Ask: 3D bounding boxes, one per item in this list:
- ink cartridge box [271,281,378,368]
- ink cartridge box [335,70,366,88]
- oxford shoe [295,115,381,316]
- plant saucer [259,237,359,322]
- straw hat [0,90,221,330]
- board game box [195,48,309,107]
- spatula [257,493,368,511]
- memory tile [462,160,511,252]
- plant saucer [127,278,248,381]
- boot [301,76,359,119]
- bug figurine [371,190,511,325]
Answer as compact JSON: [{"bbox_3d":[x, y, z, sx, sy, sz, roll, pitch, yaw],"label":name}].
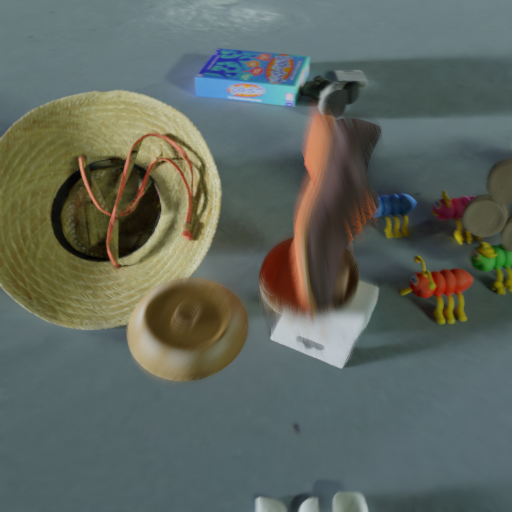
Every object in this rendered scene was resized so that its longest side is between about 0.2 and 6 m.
[{"bbox_3d":[0.981,0.856,7.833,1.088,0.336,1.341,20,63,20],"label":"ink cartridge box"},{"bbox_3d":[2.293,-4.327,13.719,0.679,0.210,0.838,-1,34,0],"label":"ink cartridge box"},{"bbox_3d":[1.094,-0.531,7.373,0.979,2.700,0.961,6,-3,15],"label":"oxford shoe"},{"bbox_3d":[0.740,0.339,7.856,1.389,0.246,1.389,-3,57,5],"label":"plant saucer"},{"bbox_3d":[-2.123,-0.641,8.428,3.528,3.528,1.493,5,1,6],"label":"straw hat"},{"bbox_3d":[-0.050,-4.305,13.394,2.362,0.531,1.796,9,42,10],"label":"board game box"},{"bbox_3d":[0.597,3.087,5.322,1.158,0.134,1.665,0,41,-2],"label":"spatula"},{"bbox_3d":[4.270,-0.640,7.630,2.374,1.820,0.199,28,33,5],"label":"memory tile"},{"bbox_3d":[-0.853,0.807,6.935,1.505,0.267,1.505,1,51,-1],"label":"plant saucer"},{"bbox_3d":[1.503,-3.607,12.664,1.168,0.606,1.789,17,36,25],"label":"boot"},{"bbox_3d":[2.871,-0.279,8.680,2.177,0.722,2.807,-8,42,-10],"label":"bug figurine"}]
